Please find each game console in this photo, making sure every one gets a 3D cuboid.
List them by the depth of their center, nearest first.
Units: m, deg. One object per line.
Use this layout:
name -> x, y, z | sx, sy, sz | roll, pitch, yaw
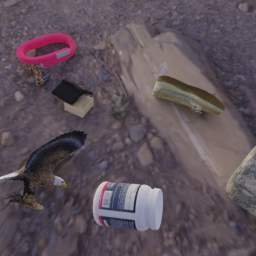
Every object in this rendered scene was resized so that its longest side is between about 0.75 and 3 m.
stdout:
game console -> -1.967, -1.244, 9.945 | 1.067, 0.939, 0.621 | 31, 101, 24

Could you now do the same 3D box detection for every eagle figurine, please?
eagle figurine -> -2.268, 1.059, 7.692 | 1.770, 1.761, 2.333 | 11, 65, 20

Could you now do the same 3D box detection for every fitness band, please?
fitness band -> -3.243, -3.139, 11.264 | 2.338, 0.437, 1.679 | -27, 51, -25

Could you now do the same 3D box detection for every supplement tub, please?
supplement tub -> 0.013, 1.518, 5.465 | 1.219, 0.855, 0.855 | 2, 53, 18

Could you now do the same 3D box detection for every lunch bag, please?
lunch bag -> 4.119, 1.368, 6.933 | 2.628, 2.204, 1.831 | 37, 62, 24

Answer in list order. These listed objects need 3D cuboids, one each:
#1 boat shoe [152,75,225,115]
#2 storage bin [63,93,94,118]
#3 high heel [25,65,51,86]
boat shoe -> 2.066, -0.997, 9.684 | 2.503, 0.787, 0.913 | 25, 31, 10
storage bin -> -1.706, -0.868, 9.736 | 0.773, 0.362, 0.768 | 23, 56, 17
high heel -> -3.547, -1.965, 10.509 | 1.054, 0.376, 0.752 | 24, 51, 6
